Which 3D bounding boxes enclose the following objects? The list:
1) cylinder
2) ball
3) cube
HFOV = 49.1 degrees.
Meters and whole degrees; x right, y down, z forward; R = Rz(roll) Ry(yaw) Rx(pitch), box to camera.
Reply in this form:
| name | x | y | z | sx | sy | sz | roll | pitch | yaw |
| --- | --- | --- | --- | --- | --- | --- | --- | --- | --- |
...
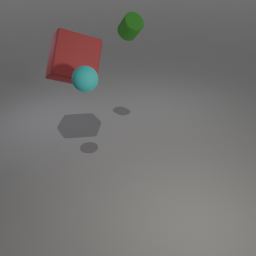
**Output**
| name | x | y | z | sx | sy | sz | roll | pitch | yaw |
| --- | --- | --- | --- | --- | --- | --- | --- | --- | --- |
| cylinder | 0.086 | -3.429 | 9.471 | 0.700 | 0.700 | 0.700 | -17 | -6 | -27 |
| ball | -1.151 | -1.314 | 7.509 | 0.700 | 0.700 | 0.700 | 0 | 29 | 0 |
| cube | -1.779 | -2.207 | 9.051 | 1.400 | 1.400 | 1.400 | 8 | 1 | -24 |
